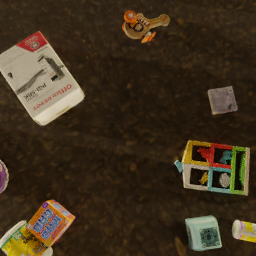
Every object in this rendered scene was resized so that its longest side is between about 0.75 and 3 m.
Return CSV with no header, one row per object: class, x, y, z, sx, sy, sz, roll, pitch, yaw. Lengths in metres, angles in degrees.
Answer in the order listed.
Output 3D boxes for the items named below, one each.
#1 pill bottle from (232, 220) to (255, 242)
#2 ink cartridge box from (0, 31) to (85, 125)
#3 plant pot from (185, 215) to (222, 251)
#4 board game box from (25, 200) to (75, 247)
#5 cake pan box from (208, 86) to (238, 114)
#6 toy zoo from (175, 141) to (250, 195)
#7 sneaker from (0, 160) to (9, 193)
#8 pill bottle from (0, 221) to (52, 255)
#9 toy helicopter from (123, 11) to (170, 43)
pill bottle,4.522,3.816,10.237,1.232,0.642,0.642,11,79,2
ink cartridge box,-3.433,-1.922,11.031,2.155,1.217,2.937,-36,81,-7
plant pot,2.771,3.806,10.003,1.082,1.105,1.085,-7,79,-2
board game box,-2.750,3.381,10.080,1.099,1.099,1.100,37,81,7
cake pan box,3.830,-1.143,11.381,0.979,0.278,1.063,-10,79,-4
toy zoo,3.233,1.512,10.853,2.814,0.288,1.846,8,79,1
sneaker,-5.451,1.134,10.432,1.169,1.285,2.908,-20,81,-5
pill bottle,-3.421,4.380,9.869,2.031,1.145,1.145,42,82,7
toy helicopter,0.867,-4.263,11.754,2.090,0.825,1.382,-21,74,-15
